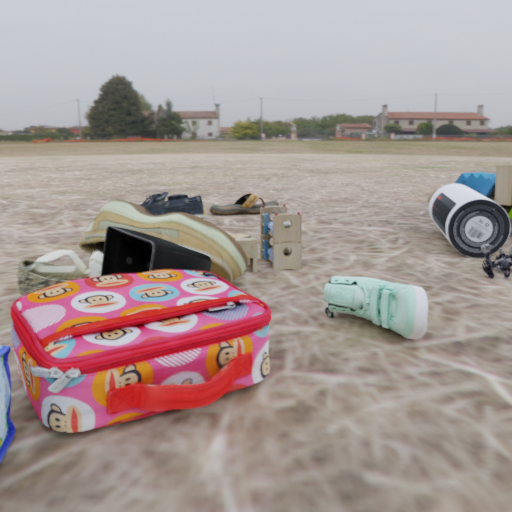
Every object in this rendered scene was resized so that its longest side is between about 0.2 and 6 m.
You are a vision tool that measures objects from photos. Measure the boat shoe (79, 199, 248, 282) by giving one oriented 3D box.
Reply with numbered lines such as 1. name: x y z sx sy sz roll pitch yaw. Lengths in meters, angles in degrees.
1. boat shoe: -1.704 0.001 9.516 3.366 1.206 1.282 13 50 37

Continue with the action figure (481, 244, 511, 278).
1. action figure: 4.415 0.046 10.095 0.658 0.565 1.107 -5 11 30

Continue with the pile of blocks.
1. pile of blocks: 6.206 -1.438 13.827 1.301 1.719 4.187 -7 15 -26

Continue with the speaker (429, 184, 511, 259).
1. speaker: 4.655 -0.864 12.482 1.227 1.227 3.021 2 14 9

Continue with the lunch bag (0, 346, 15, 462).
1. lunch bag: -2.566 1.258 3.951 1.361 1.020 1.601 -3 4 -13

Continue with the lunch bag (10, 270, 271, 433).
1. lunch bag: -1.102 0.911 5.697 2.428 0.995 2.139 -9 21 -32

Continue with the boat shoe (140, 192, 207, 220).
1. boat shoe: -2.176 -1.064 12.446 2.263 0.704 0.844 -2 1 -28

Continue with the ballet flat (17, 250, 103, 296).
1. ballet flat: -2.650 0.285 8.404 2.046 0.770 0.694 2 23 8

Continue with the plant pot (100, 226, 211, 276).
1. plant pot: -1.330 0.333 7.630 1.104 1.244 1.241 3 10 -42

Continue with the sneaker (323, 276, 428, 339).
1. sneaker: 1.450 0.647 7.215 1.079 0.673 1.829 4 3 -7

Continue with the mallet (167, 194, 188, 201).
1. mallet: -2.594 -1.307 15.033 0.568 0.910 2.762 -10 16 -36

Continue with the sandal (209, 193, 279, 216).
1. sandal: -0.340 -1.577 16.816 2.184 0.596 0.892 -4 14 -16

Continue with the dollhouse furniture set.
1. dollhouse furniture set: -0.024 -0.343 10.564 1.529 1.071 1.078 -3 14 -13

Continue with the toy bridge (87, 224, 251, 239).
1. toy bridge: -1.801 -0.391 11.989 3.817 0.519 1.283 6 12 25
